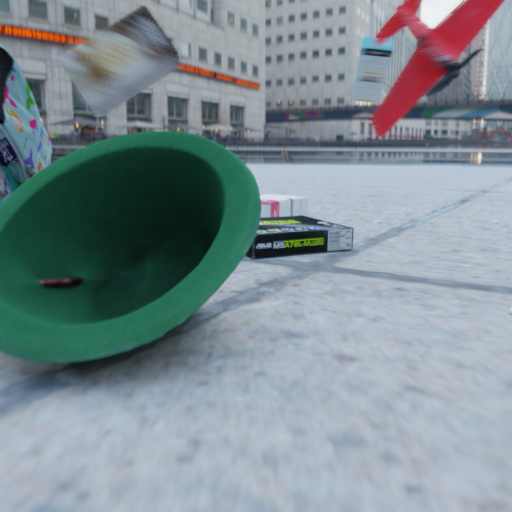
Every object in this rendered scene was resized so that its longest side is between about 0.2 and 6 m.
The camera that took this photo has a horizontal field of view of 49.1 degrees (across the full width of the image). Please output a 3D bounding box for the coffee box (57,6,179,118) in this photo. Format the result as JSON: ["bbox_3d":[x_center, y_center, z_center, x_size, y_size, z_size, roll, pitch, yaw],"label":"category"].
[{"bbox_3d":[-1.715,-2.451,7.102,1.287,0.736,0.513,-35,-2,-5],"label":"coffee box"}]

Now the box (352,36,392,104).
[{"bbox_3d":[2.452,-3.929,11.928,0.611,0.365,1.484,8,-30,4],"label":"box"}]

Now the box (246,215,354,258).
[{"bbox_3d":[0.398,-0.360,9.269,1.796,0.427,1.735,-5,15,-24],"label":"box"}]

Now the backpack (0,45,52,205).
[{"bbox_3d":[-4.954,-1.593,8.883,3.138,2.661,3.535,1,-16,-5],"label":"backpack"}]

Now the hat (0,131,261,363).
[{"bbox_3d":[-0.953,0.457,5.636,2.470,2.625,2.982,12,51,22],"label":"hat"}]

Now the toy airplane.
[{"bbox_3d":[2.276,-2.954,7.464,0.486,2.641,2.641,26,2,-21],"label":"toy airplane"}]

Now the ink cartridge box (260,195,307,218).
[{"bbox_3d":[0.277,-0.936,11.688,1.038,0.604,1.425,8,15,35],"label":"ink cartridge box"}]

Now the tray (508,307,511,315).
[{"bbox_3d":[3.712,0.517,5.354,2.203,0.244,1.183,8,15,36],"label":"tray"}]
